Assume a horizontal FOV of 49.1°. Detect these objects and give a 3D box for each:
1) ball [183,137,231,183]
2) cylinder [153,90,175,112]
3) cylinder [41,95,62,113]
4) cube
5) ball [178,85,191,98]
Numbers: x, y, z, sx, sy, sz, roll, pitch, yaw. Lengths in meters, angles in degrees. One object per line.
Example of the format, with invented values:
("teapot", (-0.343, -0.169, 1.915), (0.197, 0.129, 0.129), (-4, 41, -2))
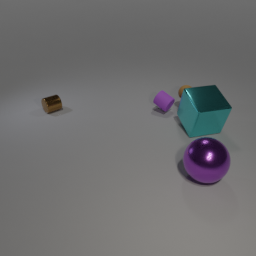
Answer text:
("ball", (2.392, 0.977, 8.555), (1.400, 1.400, 1.400), (0, 31, 0))
("cylinder", (1.615, -1.213, 12.558), (0.700, 0.700, 0.700), (39, 45, 18))
("cylinder", (-3.472, -1.102, 12.759), (0.700, 0.700, 0.700), (-23, 38, -33))
("cube", (2.934, -0.672, 11.009), (1.400, 1.400, 1.400), (-8, 49, -13))
("ball", (2.641, -1.603, 12.736), (0.700, 0.700, 0.700), (0, 31, 0))
